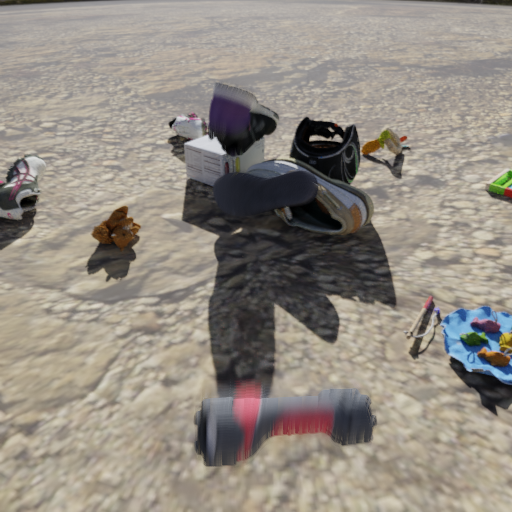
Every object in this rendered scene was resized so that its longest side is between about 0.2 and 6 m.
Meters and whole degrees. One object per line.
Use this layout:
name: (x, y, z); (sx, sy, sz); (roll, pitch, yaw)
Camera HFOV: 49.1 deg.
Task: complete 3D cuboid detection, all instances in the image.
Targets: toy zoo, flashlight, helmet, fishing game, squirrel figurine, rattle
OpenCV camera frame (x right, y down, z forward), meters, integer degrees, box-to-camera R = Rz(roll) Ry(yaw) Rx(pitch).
toy zoo: (6.770, -1.597, 13.549); (1.988, 0.203, 1.304); (26, 40, 36)
flashlight: (0.382, 1.893, 6.199); (2.076, 0.703, 0.705); (6, 7, -26)
helmet: (1.624, -2.282, 13.226); (1.829, 1.743, 1.829); (-5, 58, 8)
fishing game: (3.796, 1.280, 8.692); (2.701, 0.420, 1.934); (18, 33, 27)
squirrel figurine: (-2.863, -0.457, 11.449); (0.929, 0.657, 0.867); (-15, 43, 2)
rattle: (3.749, -3.137, 16.080); (0.861, 0.945, 1.323); (47, 30, 10)

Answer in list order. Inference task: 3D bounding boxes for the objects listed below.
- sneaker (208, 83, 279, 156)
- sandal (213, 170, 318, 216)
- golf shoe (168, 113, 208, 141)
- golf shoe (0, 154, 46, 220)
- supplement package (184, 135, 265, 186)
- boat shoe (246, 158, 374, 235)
sneaker: (-0.423, -3.074, 13.486); (1.189, 1.375, 3.141); (19, 7, 18)
sandal: (0.177, -1.302, 11.879); (2.456, 0.934, 0.526); (3, 1, 29)
golf shoe: (-1.994, -3.737, 16.623); (0.922, 0.727, 2.002); (-16, 26, -17)
golf shoe: (-5.418, -1.524, 13.018); (1.073, 0.941, 2.437); (23, 35, -2)
supplement package: (-0.777, -2.521, 14.347); (1.305, 0.929, 1.675); (23, 38, 32)
boat shoe: (0.898, -1.301, 12.135); (3.180, 1.188, 1.088); (21, 35, 32)
